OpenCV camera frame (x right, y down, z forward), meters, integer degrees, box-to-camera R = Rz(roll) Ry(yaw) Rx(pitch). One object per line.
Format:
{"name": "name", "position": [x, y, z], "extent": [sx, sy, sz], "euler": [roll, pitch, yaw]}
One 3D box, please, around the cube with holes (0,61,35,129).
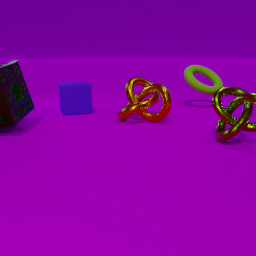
{"name": "cube with holes", "position": [-3.417, -0.788, 7.055], "extent": [1.339, 1.339, 1.339], "euler": [-11, 21, 6]}

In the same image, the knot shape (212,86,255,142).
{"name": "knot shape", "position": [2.511, -0.331, 6.173], "extent": [1.274, 1.362, 0.629], "euler": [1, -13, 42]}

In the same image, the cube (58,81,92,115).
{"name": "cube", "position": [-1.774, -1.016, 9.381], "extent": [0.967, 0.967, 0.967], "euler": [-5, 16, -19]}

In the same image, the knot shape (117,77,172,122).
{"name": "knot shape", "position": [0.453, -0.906, 8.324], "extent": [1.698, 0.784, 1.589], "euler": [-12, 50, 16]}

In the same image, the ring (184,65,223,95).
{"name": "ring", "position": [2.792, -1.788, 10.368], "extent": [1.528, 0.306, 1.528], "euler": [12, 45, -13]}
